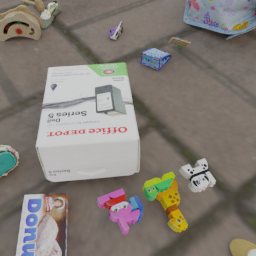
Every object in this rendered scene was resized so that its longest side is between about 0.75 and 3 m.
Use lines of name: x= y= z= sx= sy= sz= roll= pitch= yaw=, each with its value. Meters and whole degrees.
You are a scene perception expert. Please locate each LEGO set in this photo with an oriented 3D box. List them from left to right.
LEGO set: x=0.663 y=1.510 z=5.306 sx=2.320 sy=0.885 sz=0.952 roll=-17 pitch=56 yaw=-21

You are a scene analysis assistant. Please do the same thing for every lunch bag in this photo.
lunch bag: x=0.891 y=-2.214 z=8.607 sx=0.663 sy=0.414 sz=0.880 roll=26 pitch=46 yaw=22
lunch bag: x=3.728 y=-4.224 z=9.261 sx=2.523 sy=1.892 sz=2.975 roll=-38 pitch=50 yaw=-27

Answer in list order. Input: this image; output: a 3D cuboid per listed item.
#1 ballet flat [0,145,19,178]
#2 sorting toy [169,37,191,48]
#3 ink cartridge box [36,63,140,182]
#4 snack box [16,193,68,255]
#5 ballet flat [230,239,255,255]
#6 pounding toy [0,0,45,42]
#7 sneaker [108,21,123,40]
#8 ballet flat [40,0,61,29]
ballet flat: x=-3.382 y=1.009 z=5.872 sx=2.194 sy=0.830 sz=0.701 roll=-25 pitch=25 yaw=-24
sorting toy: x=1.581 y=-2.649 z=8.704 sx=0.604 sy=0.817 sz=0.120 roll=13 pitch=93 yaw=-2
ink cartridge box: x=-0.853 y=-0.264 z=6.354 sx=1.949 sy=1.126 sz=2.680 roll=-5 pitch=45 yaw=-5
snack box: x=-1.512 y=2.278 z=4.907 sx=0.851 sy=0.288 sz=2.367 roll=-1 pitch=48 yaw=-9
ballet flat: x=2.472 y=2.486 z=4.697 sx=0.565 sy=0.519 sz=1.647 roll=-33 pitch=58 yaw=-23
pounding toy: x=-3.451 y=-3.566 z=9.352 sx=1.817 sy=1.039 sz=1.042 roll=-16 pitch=50 yaw=12
sneaker: x=-0.417 y=-3.339 z=9.516 sx=0.359 sy=0.347 sz=0.860 roll=14 pitch=53 yaw=18
ballet flat: x=-2.867 y=-4.118 z=10.050 sx=0.491 sy=0.464 sz=1.457 roll=12 pitch=52 yaw=10
